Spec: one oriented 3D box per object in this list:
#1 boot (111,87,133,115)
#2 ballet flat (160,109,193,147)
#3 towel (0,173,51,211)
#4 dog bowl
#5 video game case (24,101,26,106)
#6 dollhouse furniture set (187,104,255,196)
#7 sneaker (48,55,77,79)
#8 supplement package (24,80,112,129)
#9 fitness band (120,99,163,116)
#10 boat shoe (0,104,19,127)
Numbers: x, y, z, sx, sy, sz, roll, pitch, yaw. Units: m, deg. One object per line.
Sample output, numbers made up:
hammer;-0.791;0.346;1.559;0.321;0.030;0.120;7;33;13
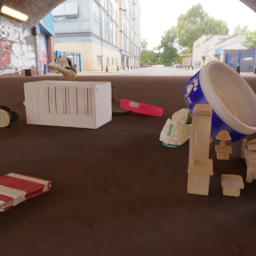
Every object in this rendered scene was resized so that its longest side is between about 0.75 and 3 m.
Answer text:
boot;-0.665;-1.242;12.440;1.853;1.210;0.627;4;14;17
ballet flat;1.701;-0.137;8.560;0.957;0.957;2.666;5;14;22
towel;-2.265;1.131;4.694;1.164;0.184;1.616;5;13;30
dog bowl;2.647;-0.720;7.730;2.235;2.235;0.880;-13;-20;-44
video game case;-4.303;-1.536;15.766;2.419;0.267;2.202;-1;14;-2
dollhouse furniture set;2.664;0.331;5.453;2.812;1.373;2.398;4;14;16
sneaker;-2.314;-2.319;10.304;1.645;0.721;0.622;29;-14;41
supplement package;-2.177;-0.945;10.455;2.801;1.534;1.593;4;14;17
fitness band;0.562;-0.880;12.177;1.470;0.383;2.047;6;11;-43
boat shoe;-5.018;-0.585;10.423;2.347;0.877;0.778;9;15;28
